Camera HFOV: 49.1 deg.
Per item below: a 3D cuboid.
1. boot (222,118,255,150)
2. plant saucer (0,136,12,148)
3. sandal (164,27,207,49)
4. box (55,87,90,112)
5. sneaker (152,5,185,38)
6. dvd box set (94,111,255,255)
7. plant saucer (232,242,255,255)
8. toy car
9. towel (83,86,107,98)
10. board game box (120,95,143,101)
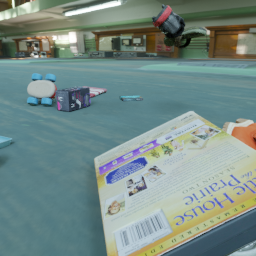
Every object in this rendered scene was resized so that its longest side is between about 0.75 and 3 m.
[{"bbox_3d":[2.538,0.456,5.351,1.450,1.015,2.705,18,23,33],"label":"boot"},{"bbox_3d":[-3.962,0.288,7.151,2.113,0.200,0.739,10,19,27],"label":"plant saucer"},{"bbox_3d":[1.578,-2.548,8.102,0.610,0.438,1.535,-1,4,-31],"label":"sandal"},{"bbox_3d":[-2.093,-1.132,10.754,0.668,0.769,1.259,9,18,30],"label":"box"},{"bbox_3d":[1.082,-2.758,7.393,0.831,0.601,1.701,40,20,-9],"label":"sneaker"},{"bbox_3d":[0.607,0.699,4.032,2.130,0.428,2.912,-27,20,-2],"label":"dvd box set"},{"bbox_3d":[1.162,1.364,3.329,1.496,0.375,1.496,0,17,0],"label":"plant saucer"},{"bbox_3d":[-3.381,-1.443,11.707,1.196,1.247,1.353,3,-11,11],"label":"toy car"},{"bbox_3d":[-2.047,-1.722,13.681,1.374,0.217,1.907,9,21,21],"label":"towel"},{"bbox_3d":[0.146,-1.331,12.508,0.932,0.131,0.630,-5,18,-15],"label":"board game box"}]
